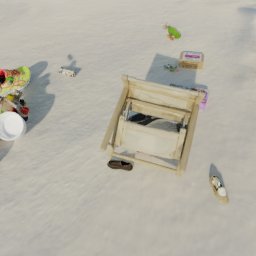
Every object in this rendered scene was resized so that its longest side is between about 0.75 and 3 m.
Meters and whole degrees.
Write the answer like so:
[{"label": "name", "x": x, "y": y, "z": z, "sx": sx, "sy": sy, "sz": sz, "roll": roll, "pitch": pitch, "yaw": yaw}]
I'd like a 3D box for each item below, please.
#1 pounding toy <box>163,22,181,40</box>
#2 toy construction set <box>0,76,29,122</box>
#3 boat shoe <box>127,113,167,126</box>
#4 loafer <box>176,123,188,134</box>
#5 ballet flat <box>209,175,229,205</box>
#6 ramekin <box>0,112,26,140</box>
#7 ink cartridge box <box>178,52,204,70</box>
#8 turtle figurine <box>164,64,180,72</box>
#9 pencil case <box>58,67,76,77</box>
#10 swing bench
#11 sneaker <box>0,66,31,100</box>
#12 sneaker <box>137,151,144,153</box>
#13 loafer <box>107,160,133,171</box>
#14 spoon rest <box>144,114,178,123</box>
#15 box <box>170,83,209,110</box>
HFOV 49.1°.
[{"label": "pounding toy", "x": 2.877, "y": -6.435, "z": 19.078, "sx": 1.409, "sy": 0.654, "sz": 1.087, "roll": 38, "pitch": 6, "yaw": -7}, {"label": "toy construction set", "x": -5.055, "y": -1.295, "z": 11.335, "sx": 2.055, "sy": 2.463, "sz": 1.893, "roll": -1, "pitch": 32, "yaw": -15}, {"label": "boat shoe", "x": 0.970, "y": -0.570, "z": 11.621, "sx": 2.205, "sy": 0.665, "sz": 0.814, "roll": -12, "pitch": 40, "yaw": -14}, {"label": "loafer", "x": 2.392, "y": -0.899, "z": 11.590, "sx": 0.890, "sy": 0.884, "sz": 2.445, "roll": -2, "pitch": 46, "yaw": 6}, {"label": "ballet flat", "x": 2.834, "y": 1.888, "z": 8.746, "sx": 0.371, "sy": 0.344, "sz": 1.053, "roll": -9, "pitch": 39, "yaw": -11}, {"label": "ramekin", "x": -4.441, "y": -0.050, "z": 10.687, "sx": 1.087, "sy": 1.087, "sz": 0.530, "roll": 0, "pitch": -7, "yaw": -1}, {"label": "ink cartridge box", "x": 3.603, "y": -3.828, "z": 15.916, "sx": 1.370, "sy": 0.515, "sz": 1.129, "roll": 7, "pitch": 40, "yaw": 11}, {"label": "turtle figurine", "x": 2.415, "y": -3.299, "z": 15.291, "sx": 0.693, "sy": 0.466, "sz": 0.926, "roll": -6, "pitch": 21, "yaw": -31}, {"label": "pencil case", "x": -3.213, "y": -2.964, "z": 14.881, "sx": 0.957, "sy": 0.428, "sz": 0.372, "roll": 17, "pitch": 81, "yaw": 20}, {"label": "swing bench", "x": 0.796, "y": -0.065, "z": 8.976, "sx": 2.592, "sy": 1.691, "sz": 2.606, "roll": 15, "pitch": 78, "yaw": 8}, {"label": "sneaker", "x": -5.640, "y": -2.369, "z": 13.329, "sx": 1.052, "sy": 1.216, "sz": 2.692, "roll": 28, "pitch": 46, "yaw": 9}, {"label": "sneaker", "x": 0.678, "y": 0.740, "z": 10.137, "sx": 0.800, "sy": 0.340, "sz": 0.308, "roll": -4, "pitch": 57, "yaw": 5}, {"label": "loafer", "x": -0.272, "y": 1.221, "z": 9.605, "sx": 0.905, "sy": 0.323, "sz": 0.330, "roll": 6, "pitch": 40, "yaw": 8}, {"label": "spoon rest", "x": 1.472, "y": -0.616, "z": 10.866, "sx": 1.670, "sy": 0.506, "sz": 0.830, "roll": 5, "pitch": 80, "yaw": 22}, {"label": "box", "x": 2.724, "y": -1.478, "z": 13.020, "sx": 1.891, "sy": 0.370, "sz": 1.294, "roll": 13, "pitch": 40, "yaw": 16}]
